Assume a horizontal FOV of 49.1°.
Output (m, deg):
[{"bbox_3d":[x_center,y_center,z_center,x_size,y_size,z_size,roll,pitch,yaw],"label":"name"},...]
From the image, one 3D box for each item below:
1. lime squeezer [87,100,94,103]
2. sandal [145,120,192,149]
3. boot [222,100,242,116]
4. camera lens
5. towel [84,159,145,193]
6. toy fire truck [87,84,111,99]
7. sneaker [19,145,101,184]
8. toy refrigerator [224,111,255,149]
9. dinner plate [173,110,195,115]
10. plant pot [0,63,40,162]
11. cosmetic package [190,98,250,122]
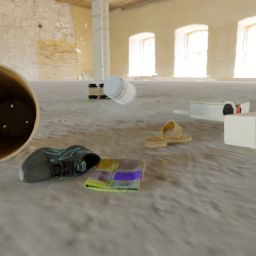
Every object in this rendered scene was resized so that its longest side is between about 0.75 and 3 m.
[{"bbox_3d":[-2.524,-1.696,18.101,0.332,0.177,0.941,34,19,9],"label":"lime squeezer"},{"bbox_3d":[1.303,0.108,8.528,2.008,0.660,0.736,-11,17,-42],"label":"sandal"},{"bbox_3d":[3.810,-0.732,10.137,0.456,1.260,0.909,15,58,36],"label":"boot"},{"bbox_3d":[-0.407,-2.004,15.053,1.232,1.232,1.541,11,-8,41],"label":"camera lens"},{"bbox_3d":[-0.235,0.943,5.865,1.096,0.174,1.526,2,12,8],"label":"towel"},{"bbox_3d":[-1.851,-2.743,20.362,2.004,1.465,2.276,-1,1,-1],"label":"toy fire truck"},{"bbox_3d":[-1.329,0.716,5.755,0.712,0.677,1.796,12,17,36],"label":"sneaker"},{"bbox_3d":[4.271,-0.018,8.539,2.750,0.962,1.044,-6,8,-31],"label":"toy refrigerator"},{"bbox_3d":[2.410,-0.658,12.053,0.962,0.117,0.962,5,-4,0],"label":"dinner plate"},{"bbox_3d":[-3.417,-0.313,7.623,2.363,2.363,2.536,-2,-2,-8],"label":"plant pot"},{"bbox_3d":[3.993,-0.794,12.305,2.257,0.825,1.168,9,15,39],"label":"cosmetic package"}]
